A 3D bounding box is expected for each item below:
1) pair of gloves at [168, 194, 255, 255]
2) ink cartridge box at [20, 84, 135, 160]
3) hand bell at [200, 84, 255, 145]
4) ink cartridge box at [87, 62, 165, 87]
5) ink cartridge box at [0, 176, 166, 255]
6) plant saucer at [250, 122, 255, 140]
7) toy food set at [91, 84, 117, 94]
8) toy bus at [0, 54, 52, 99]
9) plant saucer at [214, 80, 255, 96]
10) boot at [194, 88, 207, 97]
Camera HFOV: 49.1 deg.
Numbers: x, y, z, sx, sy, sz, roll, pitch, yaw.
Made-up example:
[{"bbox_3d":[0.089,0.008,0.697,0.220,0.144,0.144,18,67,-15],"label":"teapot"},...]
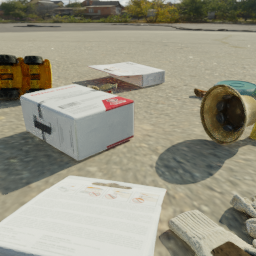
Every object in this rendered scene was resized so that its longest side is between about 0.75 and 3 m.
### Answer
[{"bbox_3d":[1.836,1.528,3.974,2.045,0.359,1.739,-8,24,-21],"label":"pair of gloves"},{"bbox_3d":[-1.356,-0.313,7.378,1.844,1.070,2.555,-21,31,-40],"label":"ink cartridge box"},{"bbox_3d":[3.514,-0.527,7.511,2.860,1.489,1.489,-9,25,-27],"label":"hand bell"},{"bbox_3d":[-0.139,-2.522,13.140,2.542,0.645,2.885,-14,26,-31],"label":"ink cartridge box"},{"bbox_3d":[-0.545,1.446,4.186,1.990,0.588,2.486,5,10,13],"label":"ink cartridge box"},{"bbox_3d":[4.498,-0.070,7.602,1.955,0.474,1.955,13,26,27],"label":"plant saucer"},{"bbox_3d":[-1.035,-1.172,9.757,1.294,0.204,0.822,-1,48,22],"label":"toy food set"},{"bbox_3d":[-4.149,-1.978,11.098,2.325,1.578,2.232,-2,7,-11],"label":"toy bus"},{"bbox_3d":[4.558,-1.711,11.746,1.953,0.268,1.953,-1,23,0],"label":"plant saucer"},{"bbox_3d":[3.001,-1.395,10.950,0.587,0.290,0.756,-13,26,-28],"label":"boot"}]
